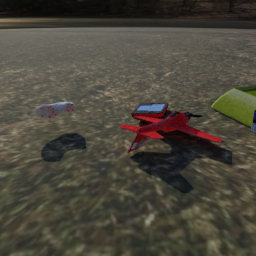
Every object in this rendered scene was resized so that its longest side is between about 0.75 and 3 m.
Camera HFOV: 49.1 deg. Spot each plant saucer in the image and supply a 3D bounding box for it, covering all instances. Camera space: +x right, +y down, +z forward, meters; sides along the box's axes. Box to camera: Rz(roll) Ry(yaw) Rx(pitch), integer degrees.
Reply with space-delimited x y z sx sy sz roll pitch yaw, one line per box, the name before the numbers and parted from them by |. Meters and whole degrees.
plant saucer | 4.353 -0.659 7.824 2.856 0.685 2.860 -10 25 -19

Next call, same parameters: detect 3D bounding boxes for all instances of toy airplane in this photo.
toy airplane | 0.823 -0.044 6.671 2.509 0.461 2.509 -1 22 1

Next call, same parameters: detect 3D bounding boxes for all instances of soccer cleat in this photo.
soccer cleat | -1.909 -0.476 7.293 1.081 0.374 0.419 -14 18 -35

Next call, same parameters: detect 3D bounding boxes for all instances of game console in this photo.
game console | 0.670 -0.566 8.310 0.933 0.164 1.055 6 23 18

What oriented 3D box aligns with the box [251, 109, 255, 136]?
box | 3.663 0.002 5.867 1.894 0.609 0.663 9 -4 40
